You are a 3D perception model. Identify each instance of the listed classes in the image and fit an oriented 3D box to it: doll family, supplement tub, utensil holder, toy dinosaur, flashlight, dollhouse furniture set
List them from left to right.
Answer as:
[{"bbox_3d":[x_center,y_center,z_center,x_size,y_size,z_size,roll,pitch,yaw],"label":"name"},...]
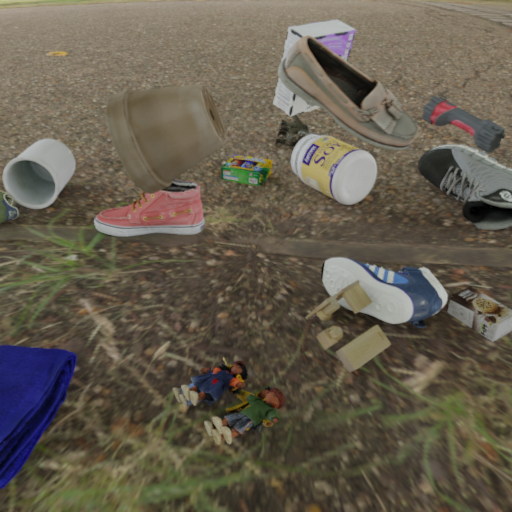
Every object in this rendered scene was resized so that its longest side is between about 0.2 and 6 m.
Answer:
[{"bbox_3d":[-5.266,-2.057,13.734,1.302,1.302,1.532,0,30,0],"label":"utensil holder"},{"bbox_3d":[-0.327,1.952,7.889,1.155,0.784,1.999,-26,37,-27],"label":"doll family"},{"bbox_3d":[1.209,-3.684,16.953,1.117,0.840,2.183,16,26,0],"label":"toy dinosaur"},{"bbox_3d":[1.881,-2.187,13.839,1.359,1.359,1.869,-21,38,-30],"label":"supplement tub"},{"bbox_3d":[1.446,1.299,9.411,1.120,0.960,1.178,-25,75,-34],"label":"dollhouse furniture set"},{"bbox_3d":[3.518,-2.231,9.588,0.494,0.492,1.454,-45,54,4],"label":"flashlight"}]

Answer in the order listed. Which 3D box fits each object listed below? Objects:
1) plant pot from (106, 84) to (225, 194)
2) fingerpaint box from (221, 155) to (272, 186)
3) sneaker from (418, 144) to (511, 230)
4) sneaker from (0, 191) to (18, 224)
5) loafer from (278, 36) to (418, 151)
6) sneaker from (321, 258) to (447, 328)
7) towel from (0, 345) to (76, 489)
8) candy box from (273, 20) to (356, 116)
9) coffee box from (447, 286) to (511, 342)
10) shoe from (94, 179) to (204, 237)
[{"bbox_3d":[-1.400,-2.117,9.380,1.524,1.756,1.756,-19,31,11],"label":"plant pot"},{"bbox_3d":[-0.249,-2.295,14.907,1.109,0.407,0.925,12,34,19],"label":"fingerpaint box"},{"bbox_3d":[4.967,-1.578,13.054,3.302,1.239,1.907,27,43,34],"label":"sneaker"},{"bbox_3d":[-6.146,-1.241,13.114,0.848,0.633,1.889,-13,35,-32],"label":"sneaker"},{"bbox_3d":[1.983,-3.222,11.231,3.191,1.003,1.147,28,59,-9],"label":"loafer"},{"bbox_3d":[2.396,0.540,10.183,1.544,0.850,2.109,-10,25,-37],"label":"sneaker"},{"bbox_3d":[-4.490,2.088,7.722,3.360,0.832,2.481,5,26,9],"label":"towel"},{"bbox_3d":[1.356,-4.433,13.238,1.611,1.921,0.687,-24,54,-33],"label":"candy box"},{"bbox_3d":[3.904,0.990,9.725,0.554,0.391,0.980,-20,38,-29],"label":"coffee box"},{"bbox_3d":[-2.384,-1.108,12.359,2.448,1.114,0.875,0,32,1],"label":"shoe"}]
